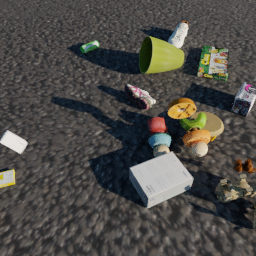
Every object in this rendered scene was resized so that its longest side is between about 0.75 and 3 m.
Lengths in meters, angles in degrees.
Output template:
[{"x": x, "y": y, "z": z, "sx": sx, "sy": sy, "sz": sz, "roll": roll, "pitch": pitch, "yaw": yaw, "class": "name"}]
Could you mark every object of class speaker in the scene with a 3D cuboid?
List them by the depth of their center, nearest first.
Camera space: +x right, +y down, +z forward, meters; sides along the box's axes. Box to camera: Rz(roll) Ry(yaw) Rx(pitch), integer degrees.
[{"x": -2.136, "y": -4.530, "z": 15.630, "sx": 1.029, "sy": 0.455, "sz": 0.455, "roll": -32, "pitch": 53, "yaw": -28, "class": "speaker"}]

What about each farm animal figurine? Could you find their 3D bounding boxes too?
[{"x": 3.949, "y": 2.115, "z": 8.567, "sx": 2.180, "sy": 1.096, "sz": 1.760, "roll": 38, "pitch": 74, "yaw": 28, "class": "farm animal figurine"}]

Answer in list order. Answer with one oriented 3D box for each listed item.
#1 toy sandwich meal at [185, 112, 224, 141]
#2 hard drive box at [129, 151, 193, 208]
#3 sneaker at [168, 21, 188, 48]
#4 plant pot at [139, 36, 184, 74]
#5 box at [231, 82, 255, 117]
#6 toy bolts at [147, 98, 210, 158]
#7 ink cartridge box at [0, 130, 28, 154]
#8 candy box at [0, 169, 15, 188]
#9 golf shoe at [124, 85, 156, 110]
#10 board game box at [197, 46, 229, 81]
[{"x": 3.003, "y": -0.030, "z": 11.050, "sx": 1.564, "sy": 0.536, "sz": 1.564, "roll": 2, "pitch": 43, "yaw": -2, "class": "toy sandwich meal"}, {"x": 1.060, "y": 1.658, "z": 9.202, "sx": 1.668, "sy": 0.641, "sz": 1.300, "roll": -18, "pitch": 47, "yaw": -18, "class": "hard drive box"}, {"x": 2.923, "y": -5.477, "z": 16.179, "sx": 0.853, "sy": 0.992, "sz": 2.344, "roll": 18, "pitch": 48, "yaw": 10, "class": "sneaker"}, {"x": 1.737, "y": -3.503, "z": 13.892, "sx": 1.901, "sy": 1.779, "sz": 1.779, "roll": 2, "pitch": 43, "yaw": -19, "class": "plant pot"}, {"x": 5.040, "y": -1.245, "z": 12.010, "sx": 0.728, "sy": 0.839, "sz": 1.269, "roll": 23, "pitch": 49, "yaw": 22, "class": "box"}, {"x": 1.689, "y": 0.221, "z": 9.876, "sx": 2.187, "sy": 2.089, "sz": 1.517, "roll": -16, "pitch": 58, "yaw": 20, "class": "toy bolts"}, {"x": -2.947, "y": 0.351, "z": 7.219, "sx": 0.584, "sy": 0.802, "sz": 0.340, "roll": 34, "pitch": 77, "yaw": -21, "class": "ink cartridge box"}, {"x": -4.399, "y": 1.777, "z": 9.438, "sx": 1.108, "sy": 0.146, "sz": 0.566, "roll": -12, "pitch": 48, "yaw": -12, "class": "candy box"}, {"x": 0.507, "y": -1.430, "z": 12.425, "sx": 0.745, "sy": 0.587, "sz": 1.617, "roll": -31, "pitch": 61, "yaw": -33, "class": "golf shoe"}, {"x": 4.488, "y": -3.440, "z": 14.631, "sx": 1.458, "sy": 0.326, "sz": 2.783, "roll": 10, "pitch": 45, "yaw": 12, "class": "board game box"}]
